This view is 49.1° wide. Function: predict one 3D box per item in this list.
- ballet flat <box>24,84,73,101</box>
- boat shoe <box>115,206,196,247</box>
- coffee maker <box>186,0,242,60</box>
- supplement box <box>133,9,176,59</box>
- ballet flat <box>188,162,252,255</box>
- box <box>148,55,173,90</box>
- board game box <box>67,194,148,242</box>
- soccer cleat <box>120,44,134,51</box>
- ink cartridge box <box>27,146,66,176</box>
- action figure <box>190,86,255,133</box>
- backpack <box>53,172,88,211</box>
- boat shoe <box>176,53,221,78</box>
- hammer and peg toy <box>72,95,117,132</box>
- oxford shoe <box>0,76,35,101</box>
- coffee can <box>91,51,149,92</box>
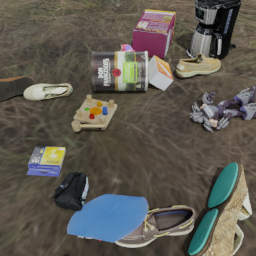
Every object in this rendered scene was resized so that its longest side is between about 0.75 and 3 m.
[{"bbox_3d":[-2.893,-1.321,10.145,1.755,0.610,0.610,-11,45,-10],"label":"ballet flat"},{"bbox_3d":[0.618,2.248,6.547,1.994,0.594,0.716,-7,45,-8],"label":"boat shoe"},{"bbox_3d":[3.749,-4.351,11.940,1.675,2.486,2.388,32,53,28],"label":"coffee maker"},{"bbox_3d":[1.235,-4.361,12.857,1.539,1.213,2.351,12,46,12],"label":"supplement box"},{"bbox_3d":[2.350,2.088,6.650,0.951,1.027,2.914,39,55,1],"label":"ballet flat"},{"bbox_3d":[1.207,-2.133,10.832,0.743,0.582,1.194,23,38,-25],"label":"box"},{"bbox_3d":[-0.411,2.175,6.560,1.940,0.378,1.532,-4,21,33],"label":"board game box"},{"bbox_3d":[0.071,-3.197,12.208,0.603,0.526,1.576,-5,42,-11],"label":"soccer cleat"},{"bbox_3d":[-2.375,0.949,8.163,0.931,0.222,0.943,2,43,2],"label":"ink cartridge box"},{"bbox_3d":[3.197,-0.638,9.367,2.423,0.840,1.576,-13,53,-8],"label":"action figure"},{"bbox_3d":[-1.398,1.610,7.196,0.804,0.610,0.964,14,44,2],"label":"backpack"},{"bbox_3d":[2.941,-2.616,11.313,2.139,0.815,0.767,-18,44,-25],"label":"boat shoe"},{"bbox_3d":[-1.116,-0.352,9.234,1.207,0.579,1.641,13,46,11],"label":"hammer and peg toy"},{"bbox_3d":[-4.576,-1.473,10.415,2.209,0.788,0.787,-10,19,-13],"label":"oxford shoe"},{"bbox_3d":[-0.292,-2.097,10.360,2.001,1.465,1.465,-1,44,-1],"label":"coffee can"}]
